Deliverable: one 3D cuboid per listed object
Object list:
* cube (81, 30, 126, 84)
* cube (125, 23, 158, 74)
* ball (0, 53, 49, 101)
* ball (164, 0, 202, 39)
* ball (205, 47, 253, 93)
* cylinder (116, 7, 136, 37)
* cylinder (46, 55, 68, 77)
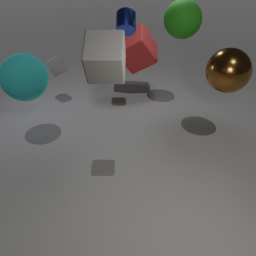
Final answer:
[{"bbox_3d":[-0.412,-1.275,5.077,0.700,0.700,0.700,1,63,2],"label":"cube"},{"bbox_3d":[0.425,-3.620,12.861,1.400,1.400,1.400,-21,45,28],"label":"cube"},{"bbox_3d":[-3.061,-1.493,8.271,1.400,1.400,1.400,0,31,0],"label":"ball"},{"bbox_3d":[2.023,-4.017,10.340,1.400,1.400,1.400,0,31,0],"label":"ball"},{"bbox_3d":[3.163,-1.808,8.819,1.400,1.400,1.400,0,31,0],"label":"ball"},{"bbox_3d":[-0.070,-3.669,9.717,0.700,0.700,0.700,0,74,0],"label":"cylinder"},{"bbox_3d":[-3.020,-2.666,11.999,0.700,0.700,0.700,-25,18,9],"label":"cylinder"}]
